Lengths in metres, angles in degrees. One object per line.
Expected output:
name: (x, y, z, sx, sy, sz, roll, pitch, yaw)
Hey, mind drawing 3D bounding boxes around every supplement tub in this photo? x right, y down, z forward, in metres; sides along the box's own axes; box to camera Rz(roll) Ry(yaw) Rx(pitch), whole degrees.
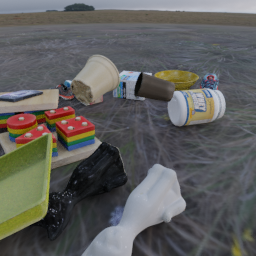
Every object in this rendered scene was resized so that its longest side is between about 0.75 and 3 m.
supplement tub: (2.828, -0.886, 11.670, 2.006, 1.451, 1.451, -7, 27, -14)

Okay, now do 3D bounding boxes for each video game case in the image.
video game case: (-4.526, -1.364, 11.682, 1.145, 0.152, 1.602, 7, 22, 25)

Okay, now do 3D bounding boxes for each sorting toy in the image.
sorting toy: (-4.356, -0.830, 11.867, 2.803, 0.981, 2.820, -6, 19, -10)
sorting toy: (-2.829, 0.206, 9.943, 2.933, 1.027, 2.951, -16, 31, -30)

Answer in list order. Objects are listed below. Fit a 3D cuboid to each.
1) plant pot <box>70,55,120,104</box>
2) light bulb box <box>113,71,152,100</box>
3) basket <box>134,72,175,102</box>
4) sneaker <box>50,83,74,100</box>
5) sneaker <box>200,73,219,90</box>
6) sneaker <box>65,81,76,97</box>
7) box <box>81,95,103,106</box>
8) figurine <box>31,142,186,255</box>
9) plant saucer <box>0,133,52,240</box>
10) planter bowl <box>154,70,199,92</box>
plant pot: (-1.535, -1.988, 12.195, 1.811, 1.811, 1.657, 15, 45, 27)
light bulb box: (0.252, -2.297, 14.978, 1.694, 1.057, 1.679, 9, 28, 17)
basket: (0.755, -1.111, 7.858, 0.991, 0.674, 0.894, 12, -7, -10)
sneaker: (-3.513, -2.067, 14.868, 1.813, 0.742, 0.699, 20, 33, 35)
sneaker: (3.954, -2.019, 14.040, 1.150, 1.385, 2.900, 7, 27, 14)
sneaker: (-2.436, -2.132, 15.025, 1.265, 0.771, 1.938, -26, 46, -38)
box: (-1.814, -1.571, 13.987, 0.993, 0.635, 0.541, -19, 32, -33)
figurine: (-0.510, 1.880, 6.663, 2.928, 1.261, 2.857, 19, 40, 33)
plant saucer: (-2.973, 1.622, 6.599, 2.930, 0.701, 2.925, -27, 28, 1)
planter bowl: (2.596, -2.361, 15.206, 2.351, 0.979, 2.351, -1, 26, 0)
